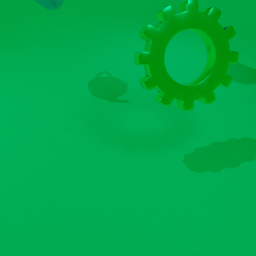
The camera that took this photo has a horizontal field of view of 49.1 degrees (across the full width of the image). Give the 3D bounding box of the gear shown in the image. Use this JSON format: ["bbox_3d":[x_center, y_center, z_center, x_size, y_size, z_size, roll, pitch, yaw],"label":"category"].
[{"bbox_3d":[1.037,-1.236,4.942,1.809,1.809,0.335,-9,15,-10],"label":"gear"}]

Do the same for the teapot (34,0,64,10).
[{"bbox_3d":[-2.015,-3.535,6.683,1.298,1.022,2.087,34,14,-27],"label":"teapot"}]
